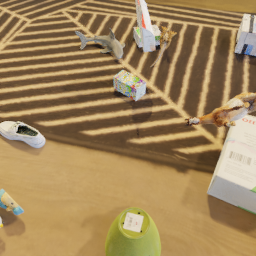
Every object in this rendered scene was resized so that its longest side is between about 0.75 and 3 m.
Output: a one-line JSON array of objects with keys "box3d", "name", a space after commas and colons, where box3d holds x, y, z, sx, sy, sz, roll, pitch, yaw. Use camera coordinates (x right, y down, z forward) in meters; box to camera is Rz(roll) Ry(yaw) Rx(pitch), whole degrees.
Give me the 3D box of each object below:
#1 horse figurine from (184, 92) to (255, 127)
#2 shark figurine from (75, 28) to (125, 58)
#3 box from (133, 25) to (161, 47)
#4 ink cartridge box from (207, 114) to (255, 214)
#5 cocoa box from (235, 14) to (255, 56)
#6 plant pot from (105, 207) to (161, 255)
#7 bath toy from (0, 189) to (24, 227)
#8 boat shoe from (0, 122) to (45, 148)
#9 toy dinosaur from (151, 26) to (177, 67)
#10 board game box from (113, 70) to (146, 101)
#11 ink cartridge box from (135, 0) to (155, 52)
[{"box3d": [2.201, -0.422, 5.459, 1.926, 1.276, 0.481, -28, 92, -13], "name": "horse figurine"}, {"box3d": [-1.079, -4.131, 12.913, 2.425, 1.012, 1.449, 23, 52, 17], "name": "shark figurine"}, {"box3d": [0.937, -4.395, 13.412, 1.144, 0.553, 1.010, -10, 48, -10], "name": "box"}, {"box3d": [3.740, 1.017, 8.265, 1.951, 1.175, 2.685, 21, 53, 16], "name": "ink cartridge box"}, {"box3d": [5.699, -4.291, 12.922, 1.107, 1.125, 1.687, 15, 50, 12], "name": "cocoa box"}, {"box3d": [0.125, 2.567, 6.663, 1.447, 1.547, 1.447, 0, 49, 0], "name": "plant pot"}, {"box3d": [-3.929, 2.754, 6.914, 0.984, 1.157, 2.661, 44, 63, 3], "name": "bath toy"}, {"box3d": [-3.623, 0.059, 9.464, 1.855, 0.619, 0.682, 16, 51, 14], "name": "boat shoe"}, {"box3d": [1.643, -3.770, 12.579, 0.700, 1.231, 2.317, 17, 47, 0], "name": "toy dinosaur"}, {"box3d": [0.057, -1.682, 10.999, 1.169, 0.602, 0.613, 32, 56, 25], "name": "board game box"}, {"box3d": [0.588, -3.891, 9.685, 0.497, 1.983, 1.608, -9, 67, -1], "name": "ink cartridge box"}]
